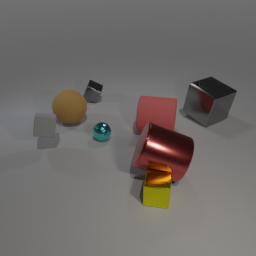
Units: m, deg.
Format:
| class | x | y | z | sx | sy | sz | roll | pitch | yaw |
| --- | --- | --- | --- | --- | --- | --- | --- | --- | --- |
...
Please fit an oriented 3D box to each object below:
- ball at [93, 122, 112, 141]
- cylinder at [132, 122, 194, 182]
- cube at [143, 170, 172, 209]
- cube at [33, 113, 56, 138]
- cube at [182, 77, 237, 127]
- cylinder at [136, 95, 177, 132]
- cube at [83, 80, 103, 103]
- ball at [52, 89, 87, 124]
| class | x | y | z | sx | sy | sz | roll | pitch | yaw |
| --- | --- | --- | --- | --- | --- | --- | --- | --- | --- |
| ball | -0.962 | 0.129 | 10.418 | 0.700 | 0.700 | 0.700 | 0 | 29 | 0 |
| cylinder | 1.010 | 0.701 | 8.252 | 1.400 | 1.400 | 1.400 | 21 | 29 | -5 |
| cube | 0.809 | 1.664 | 7.640 | 0.700 | 0.700 | 0.700 | 6 | 30 | 10 |
| cube | -2.859 | -0.105 | 9.643 | 0.700 | 0.700 | 0.700 | 5 | 11 | -17 |
| cube | 3.373 | -1.120 | 11.709 | 1.400 | 1.400 | 1.400 | -20 | 45 | -31 |
| cylinder | 1.119 | -0.497 | 10.765 | 1.400 | 1.400 | 1.400 | 6 | 30 | 10 |
| cube | -1.682 | -1.757 | 13.470 | 0.700 | 0.700 | 0.700 | 23 | 37 | -14 |
| ball | -2.385 | -0.872 | 11.468 | 1.400 | 1.400 | 1.400 | 0 | 29 | 0 |
